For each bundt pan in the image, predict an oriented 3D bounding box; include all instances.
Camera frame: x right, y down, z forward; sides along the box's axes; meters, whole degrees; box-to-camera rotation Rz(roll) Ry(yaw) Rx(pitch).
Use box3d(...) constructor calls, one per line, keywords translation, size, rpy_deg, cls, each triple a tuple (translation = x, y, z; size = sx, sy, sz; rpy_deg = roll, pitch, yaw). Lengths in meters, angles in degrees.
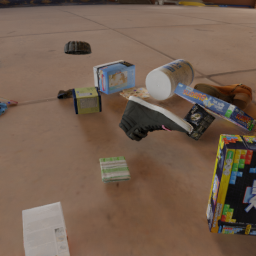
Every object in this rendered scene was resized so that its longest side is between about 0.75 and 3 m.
box3d(translation=(-2.157, -3.435, 11.975), size=(1.213, 0.455, 1.213), rpy_deg=(-2, 7, 0), cls="bundt pan")

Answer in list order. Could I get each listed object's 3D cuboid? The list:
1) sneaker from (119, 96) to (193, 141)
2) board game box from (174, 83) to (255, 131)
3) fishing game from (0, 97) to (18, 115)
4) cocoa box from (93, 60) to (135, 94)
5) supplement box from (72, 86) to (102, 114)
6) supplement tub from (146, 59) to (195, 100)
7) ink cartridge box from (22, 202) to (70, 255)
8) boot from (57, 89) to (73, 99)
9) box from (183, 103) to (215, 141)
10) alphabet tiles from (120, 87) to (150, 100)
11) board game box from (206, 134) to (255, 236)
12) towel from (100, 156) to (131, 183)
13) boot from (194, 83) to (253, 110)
box3d(translation=(0.794, -0.028, 9.187), size=(2.763, 1.370, 0.977), rpy_deg=(27, 0, 42), cls="sneaker")
box3d(translation=(3.313, -0.841, 10.812), size=(1.852, 0.471, 2.736), rpy_deg=(19, 12, -44), cls="board game box")
box3d(translation=(-6.076, -0.871, 11.909), size=(1.763, 0.383, 2.462), rpy_deg=(16, 33, 21), cls="fishing game")
box3d(translation=(-0.648, -2.559, 13.965), size=(1.771, 1.181, 1.162), rpy_deg=(-22, 37, -33), cls="cocoa box")
box3d(translation=(-1.772, -1.212, 12.080), size=(1.123, 0.755, 1.124), rpy_deg=(-7, 31, -12), cls="supplement box")
box3d(translation=(2.055, -2.330, 13.307), size=(1.479, 1.479, 2.242), rpy_deg=(22, 36, 33), cls="supplement tub")
box3d(translation=(-1.803, 2.424, 6.171), size=(0.902, 0.417, 1.656), rpy_deg=(-10, 33, -17), cls="ink cartridge box")
box3d(translation=(-2.854, -1.553, 13.150), size=(0.984, 0.368, 0.477), rpy_deg=(-3, 39, 14), cls="boot")
box3d(translation=(2.455, -0.223, 10.043), size=(0.455, 1.056, 0.865), rpy_deg=(27, 18, -30), cls="box")
box3d(translation=(0.378, -1.655, 13.502), size=(1.384, 0.103, 1.415), rpy_deg=(-17, 34, -28), cls="alphabet tiles")
box3d(translation=(2.867, 1.330, 6.122), size=(1.930, 2.335, 0.662), rpy_deg=(3, 28, 6), cls="board game box")
box3d(translation=(-0.409, 1.249, 8.487), size=(0.834, 0.172, 1.117), rpy_deg=(-3, 28, -10), cls="towel")
box3d(translation=(4.365, -1.637, 12.747), size=(2.474, 0.912, 1.914), rpy_deg=(25, 37, 18), cls="boot")
